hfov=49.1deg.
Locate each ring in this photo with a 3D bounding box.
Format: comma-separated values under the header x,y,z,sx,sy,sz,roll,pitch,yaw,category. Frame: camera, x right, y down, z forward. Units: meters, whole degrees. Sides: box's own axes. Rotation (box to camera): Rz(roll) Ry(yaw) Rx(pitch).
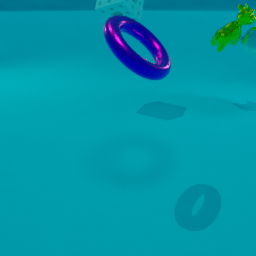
x,y,z,sx,sy,sz,roll,pitch,yaw,category
0.165,-1.233,4.278,1.232,0.246,1.232,26,41,-26,ring

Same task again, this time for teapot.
x,y,z,sx,sy,sz,roll,pitch,yaw,category
3.906,-2.595,8.389,0.719,0.913,1.468,-14,28,-39,teapot

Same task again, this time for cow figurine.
x,y,z,sx,sy,sz,roll,pitch,yaw,category
3.122,-2.966,8.296,1.258,1.238,0.690,-30,70,-14,cow figurine

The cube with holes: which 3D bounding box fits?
x,y,z,sx,sy,sz,roll,pitch,yaw,category
-0.210,-3.671,8.090,0.953,0.953,0.953,1,-14,34,cube with holes
